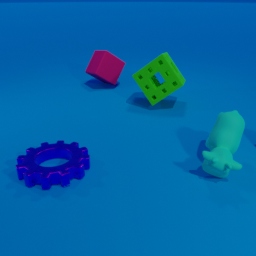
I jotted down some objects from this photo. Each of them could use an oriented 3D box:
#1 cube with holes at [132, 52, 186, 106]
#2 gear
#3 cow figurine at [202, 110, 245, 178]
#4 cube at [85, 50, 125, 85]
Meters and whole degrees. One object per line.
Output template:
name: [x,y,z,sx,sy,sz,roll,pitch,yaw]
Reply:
cube with holes: [0.949,-1.483,8.348,1.055,1.055,1.055,-33,6,22]
gear: [-1.454,0.674,5.518,1.384,0.256,1.384,0,25,0]
cow figurine: [1.849,0.272,5.355,0.716,1.304,1.284,21,5,11]
cube: [-0.825,-2.171,10.076,0.902,0.902,0.902,25,-1,-35]
